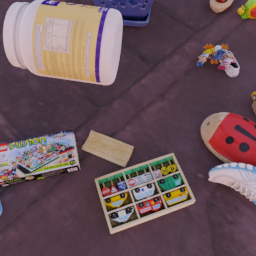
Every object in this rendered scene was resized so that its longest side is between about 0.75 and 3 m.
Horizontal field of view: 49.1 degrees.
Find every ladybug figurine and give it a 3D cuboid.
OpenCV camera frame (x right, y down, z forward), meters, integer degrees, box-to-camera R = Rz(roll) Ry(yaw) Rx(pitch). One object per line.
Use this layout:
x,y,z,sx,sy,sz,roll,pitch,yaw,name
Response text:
4.417,-5.967,13.266,0.987,0.523,1.454,32,66,21,ladybug figurine
3.712,0.371,9.282,2.664,0.958,1.808,34,65,18,ladybug figurine

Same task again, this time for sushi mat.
-0.691,0.693,9.594,1.690,0.102,0.809,21,62,12,sushi mat

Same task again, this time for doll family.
3.497,-2.949,11.172,1.571,0.708,0.975,20,58,37,doll family

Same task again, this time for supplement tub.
-1.649,-2.340,7.666,2.787,2.026,2.026,9,60,2,supplement tub

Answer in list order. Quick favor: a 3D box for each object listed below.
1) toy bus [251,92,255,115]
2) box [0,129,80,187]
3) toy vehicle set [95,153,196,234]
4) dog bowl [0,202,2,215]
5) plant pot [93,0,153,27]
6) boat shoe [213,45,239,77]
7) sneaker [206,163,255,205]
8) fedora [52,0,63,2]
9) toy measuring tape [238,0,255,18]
4.914,-0.607,10.076,0.489,0.588,1.502,-9,60,-4,toy bus
-2.975,0.959,9.236,2.570,0.446,1.415,-12,60,-7,box
0.491,1.962,8.698,2.719,0.360,1.689,-17,61,-10,toy vehicle set
-4.214,2.299,8.547,0.632,0.281,1.135,-23,62,-13,dog bowl
-0.127,-6.121,12.209,2.805,2.522,2.805,7,60,3,plant pot
4.065,-2.863,11.429,0.622,0.553,1.691,-19,61,-11,boat shoe
3.777,1.802,8.460,2.751,1.031,1.192,7,65,4,sneaker
-3.073,-5.115,12.595,1.618,0.660,1.618,10,46,-11,fedora
6.263,-5.576,12.866,2.463,0.906,0.906,-8,60,-4,toy measuring tape
